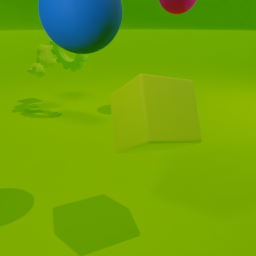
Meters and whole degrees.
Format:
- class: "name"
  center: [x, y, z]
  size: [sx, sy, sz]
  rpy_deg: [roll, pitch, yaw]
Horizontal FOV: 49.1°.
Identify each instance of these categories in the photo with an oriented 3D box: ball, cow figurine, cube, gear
- class: "ball"
  center: [-0.646, -1.613, 3.888]
  size: [1.136, 1.136, 1.136]
  rpy_deg: [0, 21, 0]
- class: "cow figurine"
  center: [-3.011, -2.343, 9.728]
  size: [1.133, 1.152, 0.632]
  rpy_deg: [-14, 4, -39]
- class: "ball"
  center: [1.592, -4.296, 8.906]
  size: [1.269, 1.269, 1.269]
  rpy_deg: [0, 21, 0]
- class: "cube"
  center: [0.364, -0.152, 3.993]
  size: [0.898, 0.898, 0.898]
  rpy_deg: [1, -13, -30]
- class: "gear"
  center: [-1.886, -2.480, 8.939]
  size: [1.332, 1.332, 0.246]
  rpy_deg: [12, 39, 28]
